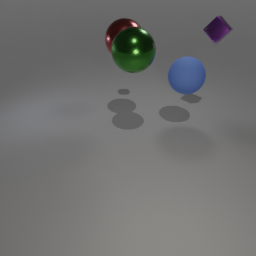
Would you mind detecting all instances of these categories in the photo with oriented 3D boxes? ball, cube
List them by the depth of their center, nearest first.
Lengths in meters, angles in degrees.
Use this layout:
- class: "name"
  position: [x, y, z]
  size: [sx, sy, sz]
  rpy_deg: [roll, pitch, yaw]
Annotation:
- class: "ball"
  position: [0.172, -2.428, 8.762]
  size: [1.400, 1.400, 1.400]
  rpy_deg: [0, 31, 0]
- class: "ball"
  position: [-0.120, -3.160, 9.964]
  size: [1.400, 1.400, 1.400]
  rpy_deg: [0, 31, 0]
- class: "cube"
  position: [3.370, -3.683, 10.479]
  size: [0.700, 0.700, 0.700]
  rpy_deg: [51, 35, 3]
- class: "ball"
  position: [2.206, -1.970, 10.547]
  size: [1.400, 1.400, 1.400]
  rpy_deg: [0, 31, 0]
